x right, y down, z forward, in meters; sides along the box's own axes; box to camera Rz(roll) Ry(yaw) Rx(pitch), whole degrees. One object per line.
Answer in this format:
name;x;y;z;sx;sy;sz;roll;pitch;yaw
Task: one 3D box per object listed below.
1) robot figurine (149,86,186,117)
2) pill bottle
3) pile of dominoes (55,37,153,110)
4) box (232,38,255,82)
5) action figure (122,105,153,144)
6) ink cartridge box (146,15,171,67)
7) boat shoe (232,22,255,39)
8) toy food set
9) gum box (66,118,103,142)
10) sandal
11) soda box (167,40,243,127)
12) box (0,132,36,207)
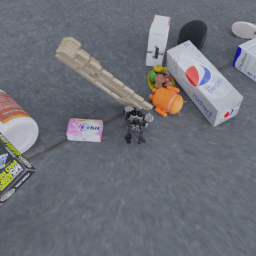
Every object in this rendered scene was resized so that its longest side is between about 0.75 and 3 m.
robot figurine;1.230;-0.850;8.812;1.136;0.662;0.817;28;53;21
pill bottle;-3.689;-0.317;7.965;1.276;1.276;2.275;-37;60;-26
pile of dominoes;-0.548;-1.373;7.455;2.164;2.776;0.442;23;82;56
box;4.913;-2.421;9.943;1.519;0.867;1.652;-27;56;-20
action figure;0.275;-0.242;8.208;0.901;0.773;1.515;13;45;-9
ink cartridge box;1.078;-3.104;10.125;0.619;1.477;1.066;12;52;5
boat shoe;5.141;-4.082;11.550;1.701;0.635;0.789;18;44;7
toy food set;1.168;-1.686;9.578;0.910;0.505;1.547;-4;51;-3
gum box;-1.287;0.061;8.253;1.024;0.339;0.581;3;50;2
sandal;2.346;-2.969;10.631;1.046;0.666;2.784;12;65;11
soda box;2.309;-1.469;8.883;0.890;0.958;2.806;-27;61;-7
box;-2.854;0.911;5.015;1.491;0.412;1.861;42;84;10
